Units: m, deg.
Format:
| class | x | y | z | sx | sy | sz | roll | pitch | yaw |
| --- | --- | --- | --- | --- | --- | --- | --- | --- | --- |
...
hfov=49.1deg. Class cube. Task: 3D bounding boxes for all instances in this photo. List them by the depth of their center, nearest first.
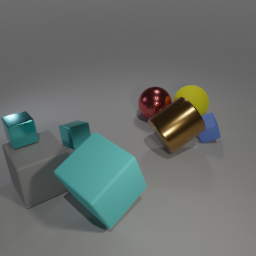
| class | x | y | z | sx | sy | sz | roll | pitch | yaw |
| --- | --- | --- | --- | --- | --- | --- | --- | --- | --- |
| cube | -0.614 | 1.241 | 6.754 | 1.400 | 1.400 | 1.400 | 30 | 65 | 35 |
| cube | -2.987 | 0.043 | 7.760 | 0.700 | 0.700 | 0.700 | -20 | 34 | -29 |
| cube | -2.579 | 1.128 | 8.054 | 1.400 | 1.400 | 1.400 | -20 | 37 | -30 |
| cube | -1.660 | 0.205 | 8.857 | 0.700 | 0.700 | 0.700 | -20 | 20 | -38 |
| cube | 2.877 | -0.007 | 10.165 | 0.700 | 0.700 | 0.700 | -19 | 41 | 23 |

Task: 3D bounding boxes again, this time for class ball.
| class | x | y | z | sx | sy | sz | roll | pitch | yaw |
| --- | --- | --- | --- | --- | --- | --- | --- | --- | --- |
| ball | 2.513 | -1.002 | 11.213 | 1.400 | 1.400 | 1.400 | 0 | 32 | 0 |
| ball | 1.114 | -1.004 | 11.533 | 1.400 | 1.400 | 1.400 | 0 | 32 | 0 |

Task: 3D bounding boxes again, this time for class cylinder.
| class | x | y | z | sx | sy | sz | roll | pitch | yaw |
| --- | --- | --- | --- | --- | --- | --- | --- | --- | --- |
| cylinder | 1.624 | -0.096 | 9.411 | 1.400 | 1.400 | 1.400 | -36 | 38 | -2 |
